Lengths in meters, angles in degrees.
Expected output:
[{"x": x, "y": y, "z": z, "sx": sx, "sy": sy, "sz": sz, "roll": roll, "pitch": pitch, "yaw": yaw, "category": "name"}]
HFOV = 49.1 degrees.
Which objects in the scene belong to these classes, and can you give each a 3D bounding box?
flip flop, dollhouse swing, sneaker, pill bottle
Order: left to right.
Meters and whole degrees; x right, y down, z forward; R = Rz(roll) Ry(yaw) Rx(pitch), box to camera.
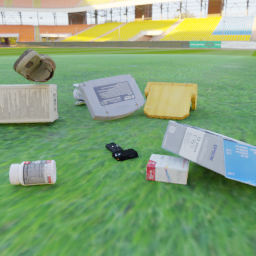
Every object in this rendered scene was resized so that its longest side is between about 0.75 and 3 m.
[{"x": -2.061, "y": 0.980, "z": 6.118, "sx": 0.906, "sy": 0.516, "sz": 0.516, "roll": -2, "pitch": 19, "yaw": -8, "category": "pill bottle"}, {"x": -2.878, "y": -1.921, "z": 9.225, "sx": 0.783, "sy": 1.102, "sz": 2.719, "roll": 35, "pitch": 1, "yaw": -4, "category": "flip flop"}, {"x": -1.601, "y": -1.434, "z": 12.598, "sx": 1.645, "sy": 1.076, "sz": 2.863, "roll": -4, "pitch": 14, "yaw": -11, "category": "sneaker"}, {"x": 1.797, "y": -0.888, "z": 11.972, "sx": 2.110, "sy": 1.855, "sz": 1.918, "roll": 5, "pitch": -22, "yaw": 16, "category": "dollhouse swing"}]

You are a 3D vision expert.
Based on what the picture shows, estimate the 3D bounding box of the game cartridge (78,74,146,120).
[{"x": -0.556, "y": -1.196, "z": 11.061, "sx": 2.524, "sy": 1.681, "sz": 0.524, "roll": -17, "pitch": -9, "yaw": -36, "category": "game cartridge"}]

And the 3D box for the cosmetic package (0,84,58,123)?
[{"x": -4.038, "y": -0.919, "z": 10.311, "sx": 2.685, "sy": 1.388, "sz": 1.171, "roll": 0, "pitch": 10, "yaw": -2, "category": "cosmetic package"}]

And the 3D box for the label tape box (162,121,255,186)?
[{"x": 2.150, "y": 0.560, "z": 6.252, "sx": 1.655, "sy": 0.764, "sz": 2.310, "roll": 12, "pitch": 5, "yaw": -38, "category": "label tape box"}]

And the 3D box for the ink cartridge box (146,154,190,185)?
[{"x": 0.931, "y": 0.941, "z": 6.457, "sx": 0.913, "sy": 0.378, "sz": 0.665, "roll": 5, "pitch": 19, "yaw": 15, "category": "ink cartridge box"}]

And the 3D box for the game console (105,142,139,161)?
[{"x": -0.238, "y": 0.625, "z": 7.816, "sx": 0.649, "sy": 0.133, "sz": 1.100, "roll": -11, "pitch": 23, "yaw": -29, "category": "game console"}]
